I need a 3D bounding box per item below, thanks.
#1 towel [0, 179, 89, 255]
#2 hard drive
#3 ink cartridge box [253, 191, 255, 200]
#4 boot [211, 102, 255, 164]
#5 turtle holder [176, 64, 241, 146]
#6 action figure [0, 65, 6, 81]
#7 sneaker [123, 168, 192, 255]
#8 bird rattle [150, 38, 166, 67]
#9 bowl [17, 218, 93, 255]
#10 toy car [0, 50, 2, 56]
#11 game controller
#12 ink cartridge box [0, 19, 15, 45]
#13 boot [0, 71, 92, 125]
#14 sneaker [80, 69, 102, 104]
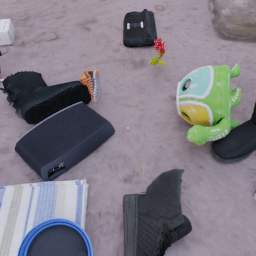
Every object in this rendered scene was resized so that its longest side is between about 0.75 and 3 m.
[{"bbox_3d":[-2.247,2.133,6.545,2.597,0.309,1.907,-4,49,-1],"label":"towel"},{"bbox_3d":[-1.817,0.244,8.100,1.731,0.543,2.567,36,57,28],"label":"hard drive"},{"bbox_3d":[3.897,1.652,6.861,1.293,0.493,0.882,-18,50,-19],"label":"ink cartridge box"},{"bbox_3d":[3.412,-0.510,7.213,2.364,2.868,0.941,-21,51,-18],"label":"boot"},{"bbox_3d":[2.365,-0.646,8.302,1.745,1.867,2.457,1,82,18],"label":"turtle holder"},{"bbox_3d":[-5.469,-1.669,9.775,2.092,1.557,1.401,-47,31,-14],"label":"action figure"},{"bbox_3d":[0.688,2.241,6.025,1.546,0.890,2.964,-5,44,2],"label":"sneaker"},{"bbox_3d":[1.121,-2.780,10.169,0.590,1.048,0.854,7,34,16],"label":"bird rattle"},{"bbox_3d":[-1.470,2.652,5.734,1.540,0.302,1.540,0,69,-1],"label":"bowl"},{"bbox_3d":[-5.399,-3.275,11.259,0.395,0.804,0.268,-16,34,9],"label":"toy car"},{"bbox_3d":[0.513,-4.492,12.568,1.472,0.594,2.822,-10,46,11],"label":"game controller"},{"bbox_3d":[-5.770,-4.060,11.986,1.581,0.671,1.152,-7,48,-9],"label":"ink cartridge box"},{"bbox_3d":[-2.721,-1.253,9.287,2.600,0.962,2.131,-26,47,-24],"label":"boot"},{"bbox_3d":[-1.161,-1.285,8.693,0.584,1.042,0.404,5,11,25],"label":"sneaker"}]
